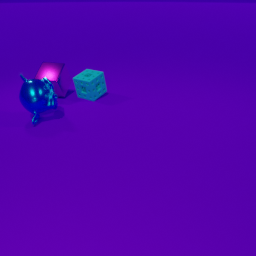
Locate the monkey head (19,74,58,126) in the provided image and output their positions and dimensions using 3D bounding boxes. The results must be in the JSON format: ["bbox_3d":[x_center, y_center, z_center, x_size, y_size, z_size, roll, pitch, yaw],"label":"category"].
[{"bbox_3d":[-2.738,-0.897,8.663,1.066,1.273,1.769,-17,72,-8],"label":"monkey head"}]

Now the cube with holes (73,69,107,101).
[{"bbox_3d":[-1.378,-1.580,10.258,0.792,0.792,0.792,17,43,31],"label":"cube with holes"}]

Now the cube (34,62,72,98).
[{"bbox_3d":[-2.744,-1.774,10.332,0.914,0.914,0.914,7,58,13],"label":"cube"}]
